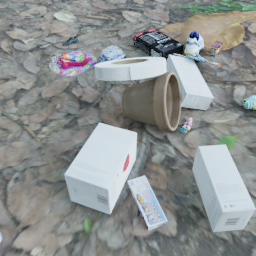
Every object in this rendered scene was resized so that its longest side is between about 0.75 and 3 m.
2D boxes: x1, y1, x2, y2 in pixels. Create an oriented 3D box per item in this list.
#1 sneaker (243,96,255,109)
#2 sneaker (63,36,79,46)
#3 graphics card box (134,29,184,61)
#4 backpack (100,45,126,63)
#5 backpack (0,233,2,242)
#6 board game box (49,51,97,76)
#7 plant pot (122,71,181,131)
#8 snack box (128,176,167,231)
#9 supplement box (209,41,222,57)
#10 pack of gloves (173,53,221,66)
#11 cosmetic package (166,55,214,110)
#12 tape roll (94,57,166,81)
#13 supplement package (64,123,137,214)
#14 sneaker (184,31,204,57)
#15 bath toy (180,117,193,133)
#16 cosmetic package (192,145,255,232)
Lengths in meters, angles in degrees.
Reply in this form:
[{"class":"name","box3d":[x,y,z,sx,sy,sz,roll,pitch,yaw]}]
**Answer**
[{"class":"sneaker","box3d":[4.971,-0.817,10.923,0.747,0.455,1.144,-15,37,-17]},{"class":"sneaker","box3d":[-3.067,-4.640,14.873,0.902,0.357,0.340,-28,53,-24]},{"class":"graphics card box","box3d":[1.528,-4.264,14.317,1.448,0.587,2.307,-29,50,-27]},{"class":"backpack","box3d":[-0.767,-3.288,13.133,1.250,0.963,1.191,-25,39,-20]},{"class":"backpack","box3d":[-3.994,2.721,6.455,1.533,1.990,1.895,34,56,13]},{"class":"board game box","box3d":[-2.632,-3.291,13.431,1.814,0.447,2.296,34,54,30]},{"class":"plant pot","box3d":[0.805,-0.955,10.144,1.812,2.078,2.078,2,42,25]},{"class":"snack box","box3d":[0.533,2.113,8.102,0.578,0.195,1.607,-14,46,-14]},{"class":"supplement box","box3d":[4.436,-4.012,14.163,0.343,0.442,0.801,26,50,23]},{"class":"pack of gloves","box3d":[3.192,-3.287,12.883,1.457,0.342,1.734,5,17,-33]},{"class":"cosmetic package","box3d":[2.455,-1.964,11.737,1.187,0.728,2.876,8,42,-16]},{"class":"tape roll","box3d":[0.083,-2.078,9.688,2.504,0.458,2.504,-5,19,2]},{"class":"supplement package","box3d":[-0.694,1.126,8.304,1.309,1.326,2.186,15,46,15]},{"class":"sneaker","box3d":[3.435,-4.445,14.152,0.845,0.989,2.244,11,38,14]},{"class":"bath toy","box3d":[2.200,-0.135,10.336,0.333,0.283,0.766,22,48,20]},{"class":"cosmetic package","box3d":[2.575,1.638,7.910,0.916,1.162,2.160,-4,46,-3]}]
